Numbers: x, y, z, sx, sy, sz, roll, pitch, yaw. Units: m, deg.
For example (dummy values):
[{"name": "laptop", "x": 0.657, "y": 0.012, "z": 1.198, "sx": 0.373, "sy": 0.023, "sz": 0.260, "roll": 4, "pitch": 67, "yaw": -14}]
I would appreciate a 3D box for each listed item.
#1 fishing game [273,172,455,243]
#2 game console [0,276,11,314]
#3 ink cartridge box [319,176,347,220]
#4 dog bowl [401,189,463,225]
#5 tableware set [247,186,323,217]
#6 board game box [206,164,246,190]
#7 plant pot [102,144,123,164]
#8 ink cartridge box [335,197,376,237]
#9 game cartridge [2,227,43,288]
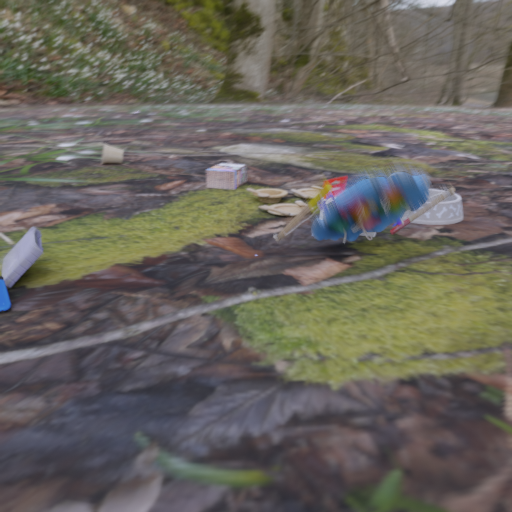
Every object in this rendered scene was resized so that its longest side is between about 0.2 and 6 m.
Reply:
[{"name": "fishing game", "x": 2.114, "y": -0.742, "z": 10.086, "sx": 3.272, "sy": 0.509, "sz": 2.343, "roll": -2, "pitch": -27, "yaw": -38}, {"name": "game console", "x": -4.246, "y": 0.706, "z": 8.228, "sx": 1.081, "sy": 0.640, "sz": 0.923, "roll": -12, "pitch": 53, "yaw": -29}, {"name": "ink cartridge box", "x": 1.772, "y": -1.205, "z": 12.350, "sx": 0.799, "sy": 0.999, "sz": 0.236, "roll": -17, "pitch": 32, "yaw": -40}, {"name": "dog bowl", "x": 3.973, "y": -1.187, "z": 13.085, "sx": 1.705, "sy": 0.500, "sz": 1.705, "roll": 1, "pitch": 19, "yaw": 0}, {"name": "tableware set", "x": 1.164, "y": -1.466, "z": 14.148, "sx": 2.738, "sy": 0.318, "sz": 2.288, "roll": -9, "pitch": 21, "yaw": -25}, {"name": "board game box", "x": -0.849, "y": -2.312, "z": 16.254, "sx": 0.869, "sy": 0.528, "sz": 1.090, "roll": 6, "pitch": 20, "yaw": 17}, {"name": "plant pot", "x": -5.017, "y": -3.514, "z": 19.600, "sx": 0.681, "sy": 0.744, "sz": 0.744, "roll": 6, "pitch": 17, "yaw": -17}, {"name": "ink cartridge box", "x": 2.077, "y": -0.827, "z": 11.758, "sx": 0.999, "sy": 0.418, "sz": 0.725, "roll": 8, "pitch": 49, "yaw": 23}, {"name": "game cartridge", "x": -3.901, "y": 0.015, "z": 9.340, "sx": 0.241, "sy": 0.814, "sz": 1.255, "roll": 38, "pitch": 1, "yaw": -29}]
